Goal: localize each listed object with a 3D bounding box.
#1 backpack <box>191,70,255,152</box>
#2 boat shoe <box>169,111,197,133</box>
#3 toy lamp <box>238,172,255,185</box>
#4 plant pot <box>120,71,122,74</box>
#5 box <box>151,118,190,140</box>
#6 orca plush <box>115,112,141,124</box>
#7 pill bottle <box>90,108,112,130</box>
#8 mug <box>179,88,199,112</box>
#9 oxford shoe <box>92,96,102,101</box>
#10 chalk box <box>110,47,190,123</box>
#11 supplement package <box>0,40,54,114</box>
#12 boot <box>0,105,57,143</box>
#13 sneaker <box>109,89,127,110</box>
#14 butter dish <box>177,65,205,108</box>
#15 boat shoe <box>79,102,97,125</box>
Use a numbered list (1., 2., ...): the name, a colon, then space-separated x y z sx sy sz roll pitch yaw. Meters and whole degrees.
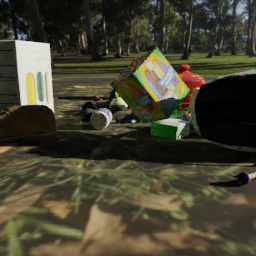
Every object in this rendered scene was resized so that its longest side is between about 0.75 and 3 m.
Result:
1. backpack: 2.926 -0.334 6.735 2.750 2.295 1.741 0 -5 11
2. boat shoe: 1.820 -0.218 8.865 1.668 0.611 0.621 9 16 35
3. toy lamp: 2.452 0.841 5.197 0.912 0.265 0.265 -6 15 -28
4. plant pot: 0.258 -2.470 16.748 1.357 1.539 1.539 8 10 -19
5. box: 1.268 -0.001 8.346 0.891 0.431 0.786 10 17 37
6. orca plush: 0.104 -0.424 10.156 1.171 0.416 0.616 -2 14 -10
7. pill bottle: -0.867 -0.343 9.424 0.604 0.604 1.088 1 13 5
8. mug: 2.833 -1.043 11.295 1.341 1.101 1.074 -1 14 -3
9. oxford shoe: -1.753 -1.670 15.703 0.751 0.272 0.267 12 18 41
10. chalk box: 0.724 -0.939 7.701 1.208 1.952 1.214 -50 19 -27
11. supplement package: -4.365 -1.803 10.709 2.128 2.825 2.144 4 14 16
12. boot: -3.360 -0.119 7.641 2.706 1.021 0.996 -6 16 -18
13. sneaker: -0.418 -1.276 12.257 0.806 0.931 2.248 -5 6 -5
14. butter dish: 2.677 -2.073 13.669 2.696 1.998 2.703 1 13 2
15. boat shoe: -1.467 -0.633 10.455 0.770 0.683 2.060 0 13 2
